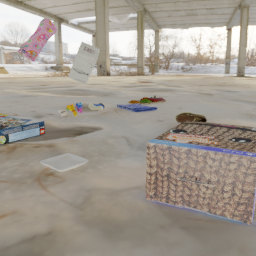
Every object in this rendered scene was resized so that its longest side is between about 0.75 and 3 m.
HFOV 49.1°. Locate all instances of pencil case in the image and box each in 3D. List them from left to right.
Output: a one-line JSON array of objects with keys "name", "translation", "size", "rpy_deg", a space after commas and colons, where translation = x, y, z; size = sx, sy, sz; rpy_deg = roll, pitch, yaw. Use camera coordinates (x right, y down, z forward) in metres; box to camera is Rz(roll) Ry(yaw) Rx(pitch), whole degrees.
[{"name": "pencil case", "translation": [-3.476, -3.408, 10.819], "size": [0.745, 1.703, 0.745], "rpy_deg": [30, -14, 8]}]

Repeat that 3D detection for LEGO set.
[{"name": "LEGO set", "translation": [-2.548, -0.816, 13.280], "size": [0.524, 0.564, 1.375], "rpy_deg": [-30, -5, 43]}]

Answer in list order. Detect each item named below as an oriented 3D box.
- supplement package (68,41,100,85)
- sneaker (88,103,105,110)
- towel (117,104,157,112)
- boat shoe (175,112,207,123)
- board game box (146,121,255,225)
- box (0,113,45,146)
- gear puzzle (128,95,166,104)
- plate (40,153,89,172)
[{"name": "supplement package", "translation": [-1.698, -2.482, 10.794], "size": [0.775, 1.326, 0.778], "rpy_deg": [20, 49, -14]}, {"name": "sneaker", "translation": [-1.641, -1.148, 14.843], "size": [0.836, 0.321, 0.465], "rpy_deg": [9, 21, 19]}, {"name": "towel", "translation": [0.462, -1.144, 15.065], "size": [1.431, 0.236, 1.976], "rpy_deg": [-7, 15, -31]}, {"name": "boat shoe", "translation": [2.582, -0.377, 11.345], "size": [1.295, 0.478, 0.479], "rpy_deg": [-2, 19, -11]}, {"name": "board game box", "translation": [1.634, 0.653, 5.545], "size": [1.821, 1.106, 2.284], "rpy_deg": [7, 14, 27]}, {"name": "box", "translation": [-4.497, -0.016, 9.672], "size": [2.694, 0.508, 1.840], "rpy_deg": [9, 16, 32]}, {"name": "gear puzzle", "translation": [1.035, -1.738, 17.297], "size": [2.642, 0.346, 1.368], "rpy_deg": [-11, 17, -39]}, {"name": "plate", "translation": [-1.551, 0.852, 6.836], "size": [0.868, 0.140, 0.866], "rpy_deg": [12, 19, 40]}]
